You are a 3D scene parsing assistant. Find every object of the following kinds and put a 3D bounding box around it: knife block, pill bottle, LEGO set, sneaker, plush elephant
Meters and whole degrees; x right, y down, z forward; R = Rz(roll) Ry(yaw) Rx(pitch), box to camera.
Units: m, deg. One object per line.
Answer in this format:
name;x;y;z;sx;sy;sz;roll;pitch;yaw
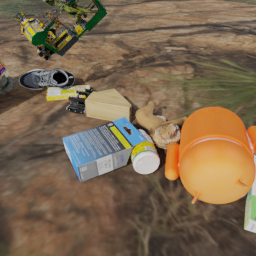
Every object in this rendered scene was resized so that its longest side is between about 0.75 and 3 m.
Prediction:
knife block;-0.984;-0.654;8.796;1.669;0.608;1.901;-16;37;-21
pill bottle;0.353;0.541;6.949;0.648;0.648;1.149;-5;34;-7
LEGO set;-2.157;-3.708;8.584;1.669;2.880;2.215;50;18;14
sneaker;-2.912;-1.789;10.033;1.996;0.753;1.136;-5;5;-13
plush elephant;-4.659;-1.549;9.587;1.430;1.178;1.107;37;86;21

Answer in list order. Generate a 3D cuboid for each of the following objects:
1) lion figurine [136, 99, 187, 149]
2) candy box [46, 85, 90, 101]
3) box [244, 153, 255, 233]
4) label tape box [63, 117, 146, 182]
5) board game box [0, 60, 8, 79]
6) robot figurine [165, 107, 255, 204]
lion figurine;0.798;-0.128;7.850;1.351;0.799;2.206;-16;29;-30
candy box;-2.121;-1.270;10.085;1.523;0.201;0.778;-5;32;-7
box;3.497;1.145;5.804;1.863;0.469;2.582;12;46;17
label tape box;-0.583;0.479;7.005;1.758;0.556;1.268;-19;37;-18
board game box;-5.240;-1.169;8.473;2.032;0.621;2.682;18;67;25
robot figurine;1.874;0.556;6.160;1.900;1.540;2.641;15;33;4
